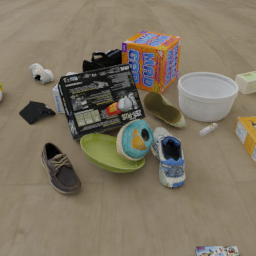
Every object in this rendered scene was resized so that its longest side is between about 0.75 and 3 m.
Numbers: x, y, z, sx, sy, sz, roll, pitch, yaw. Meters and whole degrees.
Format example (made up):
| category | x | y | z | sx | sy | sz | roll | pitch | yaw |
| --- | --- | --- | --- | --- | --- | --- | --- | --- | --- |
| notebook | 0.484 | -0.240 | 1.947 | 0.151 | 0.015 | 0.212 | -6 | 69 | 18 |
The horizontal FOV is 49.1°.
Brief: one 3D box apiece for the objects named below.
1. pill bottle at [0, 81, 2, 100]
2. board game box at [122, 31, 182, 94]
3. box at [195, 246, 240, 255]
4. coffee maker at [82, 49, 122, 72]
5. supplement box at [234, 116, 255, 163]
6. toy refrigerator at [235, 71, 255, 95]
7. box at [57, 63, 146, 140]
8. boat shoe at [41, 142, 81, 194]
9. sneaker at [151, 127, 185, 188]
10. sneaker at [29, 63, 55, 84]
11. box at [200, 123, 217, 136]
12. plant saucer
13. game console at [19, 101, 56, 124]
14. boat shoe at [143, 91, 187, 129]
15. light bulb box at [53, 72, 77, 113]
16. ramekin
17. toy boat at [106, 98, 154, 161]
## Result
| category | x | y | z | sx | sy | sz | roll | pitch | yaw |
| --- | --- | --- | --- | --- | --- | --- | --- | --- | --- |
| pill bottle | -6.460 | -1.713 | 13.293 | 0.907 | 0.907 | 1.613 | -12 | 40 | -16 |
| board game box | 1.223 | -3.481 | 14.577 | 2.275 | 2.275 | 2.277 | 18 | 39 | 24 |
| box | 2.244 | 3.277 | 6.872 | 1.034 | 0.195 | 0.706 | 0 | 35 | 0 |
| coffee maker | -0.942 | -3.154 | 15.095 | 2.191 | 1.536 | 2.281 | 42 | 49 | 11 |
| supplement box | 4.771 | 0.469 | 10.354 | 0.766 | 0.792 | 2.303 | -2 | 37 | -4 |
| toy refrigerator | 6.726 | -2.457 | 14.412 | 2.330 | 0.815 | 0.885 | -13 | 38 | -17 |
| box | -1.042 | -1.042 | 10.978 | 2.810 | 2.301 | 1.210 | -17 | -2 | -22 |
| boat shoe | -2.294 | 1.260 | 9.153 | 0.850 | 0.836 | 2.281 | -25 | 42 | -31 |
| sneaker | 1.443 | 0.669 | 9.689 | 1.077 | 1.190 | 2.794 | -4 | 35 | -6 |
| sneaker | -4.925 | -2.939 | 15.224 | 1.924 | 0.728 | 0.885 | 25 | 46 | 32 |
| box | 3.288 | 0.054 | 11.419 | 0.934 | 0.194 | 0.181 | -27 | 42 | -31 |
| plant saucer | -0.550 | 0.881 | 9.506 | 2.281 | 0.354 | 2.281 | 18 | 20 | -7 |
| game console | -4.038 | -0.659 | 12.486 | 1.236 | 0.720 | 1.087 | 34 | 17 | 37 |
| boat shoe | 1.561 | -0.786 | 12.201 | 0.931 | 0.803 | 2.554 | -50 | 42 | 1 |
| light bulb box | -2.096 | -1.570 | 12.814 | 1.933 | 1.206 | 1.916 | 7 | 36 | 10 |
| ramekin | 3.446 | -1.359 | 12.422 | 2.539 | 1.333 | 2.539 | 0 | 35 | 0 |
| toy boat | 0.117 | 0.030 | 9.423 | 0.992 | 2.135 | 1.795 | -20 | 18 | 40 |
